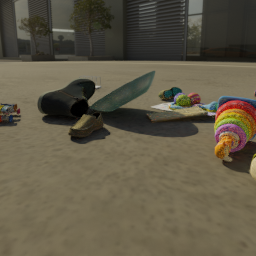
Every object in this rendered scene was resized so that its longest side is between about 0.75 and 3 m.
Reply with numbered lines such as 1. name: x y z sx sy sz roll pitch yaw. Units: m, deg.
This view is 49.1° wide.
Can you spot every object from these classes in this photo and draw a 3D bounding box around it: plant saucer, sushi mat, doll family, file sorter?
1. plant saucer: -0.092 -1.225 10.537 2.808 0.541 2.808 -28 3 1
2. sushi mat: 1.698 -0.496 9.801 2.022 0.122 0.967 -8 16 -7
3. doll family: -4.412 -0.669 9.714 0.950 0.690 1.531 -2 16 -5
4. file sorter: -2.267 -2.752 16.791 1.120 0.697 0.777 7 18 20

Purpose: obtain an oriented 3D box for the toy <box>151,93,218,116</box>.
1. toy: 2.457 -1.011 10.926 1.642 0.673 2.851 -13 21 -39

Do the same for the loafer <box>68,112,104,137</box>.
1. loafer: -1.231 -0.124 8.186 0.573 0.508 1.507 7 18 22

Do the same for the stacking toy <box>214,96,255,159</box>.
1. stacking toy: 2.491 0.122 6.753 1.125 1.190 2.050 13 32 26

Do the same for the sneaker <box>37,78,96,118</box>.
1. sneaker: -1.811 -1.081 10.755 1.586 1.117 2.986 14 31 27

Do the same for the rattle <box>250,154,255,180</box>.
1. rattle: 3.077 0.421 4.312 1.661 1.822 2.551 20 11 1

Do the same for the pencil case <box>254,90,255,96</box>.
1. pencil case: 6.716 -1.720 13.896 0.822 0.363 0.363 6 17 23

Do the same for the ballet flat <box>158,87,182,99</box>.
1. ballet flat: 2.019 -1.679 13.561 0.548 0.548 1.549 15 22 41
